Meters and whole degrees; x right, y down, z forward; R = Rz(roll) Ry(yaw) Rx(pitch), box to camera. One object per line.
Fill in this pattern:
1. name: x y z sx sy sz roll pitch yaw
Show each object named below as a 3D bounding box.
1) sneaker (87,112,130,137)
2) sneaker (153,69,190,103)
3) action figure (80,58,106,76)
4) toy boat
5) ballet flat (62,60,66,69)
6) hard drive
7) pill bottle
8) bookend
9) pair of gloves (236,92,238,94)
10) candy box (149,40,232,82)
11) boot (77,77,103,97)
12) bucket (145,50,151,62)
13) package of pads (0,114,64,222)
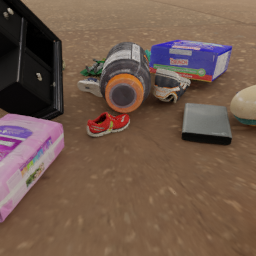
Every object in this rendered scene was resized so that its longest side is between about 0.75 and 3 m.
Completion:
1. sneaker: -0.476 -0.170 7.260 1.275 0.541 0.491 -21 37 -31
2. sneaker: 1.346 -1.290 8.947 0.890 0.901 2.270 17 9 25
3. action figure: -1.099 -2.605 11.459 1.086 0.503 1.839 7 28 17
4. toy boat: 3.901 -0.353 7.205 2.061 1.139 2.451 -19 29 -27
5. ballet flat: -2.822 -2.416 11.088 0.440 0.489 1.298 4 31 7
6. hard drive: 2.073 -0.146 7.480 1.183 0.279 1.695 7 32 11
7. pill bottle: -0.068 -1.563 8.647 1.534 1.534 2.887 1 31 2
8. bookend: -2.946 -1.818 6.812 1.264 2.744 2.727 -23 55 20
9. pair of gloves: 4.615 -1.003 8.993 1.997 0.228 1.606 -15 36 -22
10. candy box: 2.430 -2.626 10.594 2.360 1.075 2.791 15 25 25
11. boot: -1.075 -1.444 9.455 1.303 0.474 0.589 22 42 33
12. bucket: 0.356 -2.623 11.152 1.205 0.784 1.205 0 30 0
13. package of pads: -2.443 0.621 5.580 1.442 0.905 2.392 7 32 14
